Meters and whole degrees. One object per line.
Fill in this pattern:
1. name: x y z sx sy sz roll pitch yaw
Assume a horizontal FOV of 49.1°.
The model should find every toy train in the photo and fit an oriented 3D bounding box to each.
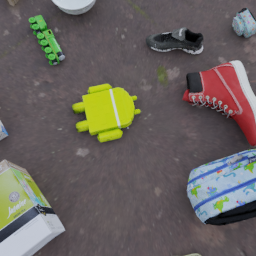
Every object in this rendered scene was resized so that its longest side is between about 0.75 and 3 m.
1. toy train: -2.763 -3.014 9.553 0.576 0.426 2.041 -25 74 -18

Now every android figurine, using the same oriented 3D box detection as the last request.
1. android figurine: -0.663 -0.529 8.757 2.060 0.423 1.875 -15 73 -4

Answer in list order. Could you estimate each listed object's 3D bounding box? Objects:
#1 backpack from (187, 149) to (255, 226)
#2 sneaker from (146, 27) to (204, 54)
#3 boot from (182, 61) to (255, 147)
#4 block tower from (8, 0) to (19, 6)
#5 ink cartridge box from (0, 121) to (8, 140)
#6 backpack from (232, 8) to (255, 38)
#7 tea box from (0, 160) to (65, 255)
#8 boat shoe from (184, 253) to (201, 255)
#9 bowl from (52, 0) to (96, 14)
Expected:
1. backpack: 2.921 1.577 7.369 2.674 2.181 2.056 -35 67 -3
2. sneaker: 1.583 -2.969 9.265 1.977 0.894 0.657 7 72 2
3. boot: 2.812 -0.586 8.532 2.031 1.019 2.815 -14 69 -1
4. block tower: -3.843 -5.489 10.221 0.610 0.570 2.112 28 74 9
5. ink cartridge box: -4.350 -0.385 8.451 0.526 0.909 1.565 -32 75 -9
6. backpack: 3.982 -3.506 9.523 0.659 0.755 0.859 -34 75 7
7. tea box: -3.304 2.459 7.234 2.296 1.534 2.259 -36 76 -10
8. boat shoe: 1.390 3.661 7.440 1.342 0.441 0.480 -12 73 -4
9. bowl: -1.838 -4.623 9.847 1.704 0.766 1.704 0 73 -1
